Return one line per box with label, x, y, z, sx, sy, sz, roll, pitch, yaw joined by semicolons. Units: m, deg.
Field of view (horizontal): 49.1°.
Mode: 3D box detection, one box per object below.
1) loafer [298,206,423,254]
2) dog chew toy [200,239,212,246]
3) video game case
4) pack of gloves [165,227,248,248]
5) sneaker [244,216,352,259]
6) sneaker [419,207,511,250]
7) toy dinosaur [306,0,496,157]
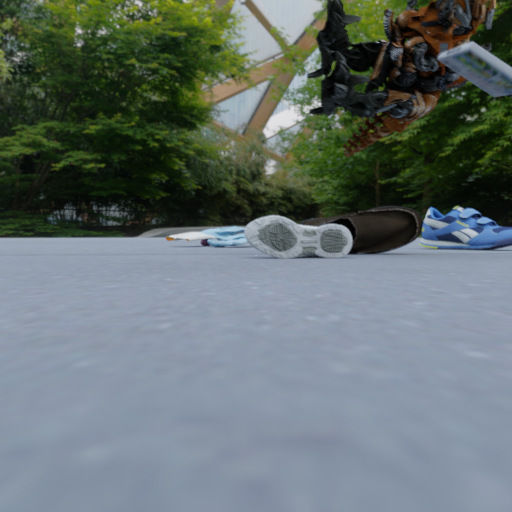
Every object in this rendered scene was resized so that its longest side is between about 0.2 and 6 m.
loafer;1.892;-0.377;10.268;2.376;0.867;0.848;-9;6;5
dog chew toy;-1.530;-0.428;16.922;0.312;0.312;0.501;1;10;19
video game case;3.318;-2.684;8.146;1.129;0.124;1.029;28;7;-11
pack of gloves;-0.736;-0.400;16.191;2.412;0.566;2.870;8;14;40
sneaker;0.612;-0.216;8.917;1.684;0.656;0.837;9;-6;-9
sneaker;4.997;-0.643;13.060;2.513;1.033;0.929;4;2;42
toy dinosaur;2.365;-3.002;9.566;2.635;3.882;1.983;7;38;-14
